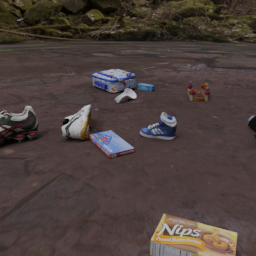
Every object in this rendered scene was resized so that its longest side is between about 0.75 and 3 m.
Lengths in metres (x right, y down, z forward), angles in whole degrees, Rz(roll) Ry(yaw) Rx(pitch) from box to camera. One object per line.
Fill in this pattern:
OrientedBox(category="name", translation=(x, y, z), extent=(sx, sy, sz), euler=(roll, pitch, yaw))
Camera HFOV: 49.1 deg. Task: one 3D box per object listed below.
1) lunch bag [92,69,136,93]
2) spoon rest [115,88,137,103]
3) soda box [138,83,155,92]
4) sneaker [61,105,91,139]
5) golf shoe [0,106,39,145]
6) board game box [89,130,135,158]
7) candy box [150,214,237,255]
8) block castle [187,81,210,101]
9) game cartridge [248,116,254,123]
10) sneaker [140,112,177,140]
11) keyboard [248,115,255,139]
OrientedBox(category="lunch bag", translation=(-0.865, -2.820, 16.603), extent=(2.076, 0.979, 2.591), euler=(-17, 27, -33))
OrientedBox(category="spoon rest", translation=(-0.066, -1.656, 14.240), extent=(0.706, 0.431, 1.422), euler=(49, 42, 9))
OrientedBox(category="soda box", translation=(1.055, -2.361, 16.276), extent=(1.006, 0.323, 0.341), euler=(17, 27, 35))
OrientedBox(category="sneaker", translation=(-1.894, -0.308, 10.439), extent=(0.993, 0.857, 2.266), euler=(0, 21, 0))
OrientedBox(category="golf shoe", translation=(-4.315, 0.005, 9.318), extent=(2.601, 1.146, 1.004), euler=(-18, 29, -34))
OrientedBox(category="board game box", translation=(-0.579, 0.503, 9.327), extent=(0.885, 0.167, 1.719), euler=(-10, 24, -27))
OrientedBox(category="candy box", translation=(1.178, 2.071, 5.003), extent=(1.397, 0.386, 0.806), euler=(8, 21, 22))
OrientedBox(category="block castle", translation=(3.697, -1.961, 14.706), extent=(1.065, 0.747, 1.593), euler=(3, 22, 6))
OrientedBox(category="game cartridge", translation=(6.221, 0.008, 10.107), extent=(2.961, 0.599, 1.975), euler=(-3, 26, -8))
OrientedBox(category="sneaker", translation=(1.068, -0.137, 9.850), extent=(1.314, 0.962, 0.529), euler=(9, 23, 21))
OrientedBox(category="keyboard", translation=(4.422, 0.200, 9.096), extent=(1.261, 0.656, 0.250), euler=(47, 9, 12))
